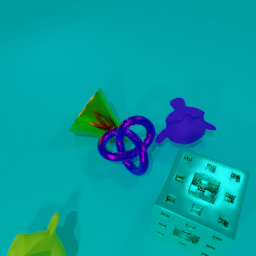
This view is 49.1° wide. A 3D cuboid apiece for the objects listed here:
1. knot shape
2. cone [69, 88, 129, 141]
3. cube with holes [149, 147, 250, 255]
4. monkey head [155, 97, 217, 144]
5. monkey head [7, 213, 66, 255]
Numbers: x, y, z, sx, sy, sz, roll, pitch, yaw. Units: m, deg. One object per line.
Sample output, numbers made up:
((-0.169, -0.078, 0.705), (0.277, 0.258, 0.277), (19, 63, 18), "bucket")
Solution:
((0.076, 0.315, 6.552), (1.429, 0.660, 1.338), (37, 101, 14), "knot shape")
((-0.547, -0.069, 7.353), (1.418, 1.413, 1.413), (36, 54, -5), "cone")
((1.358, 1.515, 5.543), (1.384, 1.384, 1.384), (21, 53, 16), "cube with holes")
((1.360, -0.157, 6.915), (1.561, 0.940, 1.123), (-13, 38, 0), "monkey head")
((-1.500, 2.343, 4.859), (0.994, 1.187, 1.650), (8, 72, -32), "monkey head")
